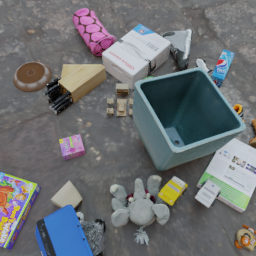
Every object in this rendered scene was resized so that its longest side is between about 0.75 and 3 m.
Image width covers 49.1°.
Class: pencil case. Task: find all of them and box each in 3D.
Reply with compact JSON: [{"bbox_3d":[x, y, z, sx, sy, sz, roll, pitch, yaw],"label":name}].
[{"bbox_3d":[-1.615,-4.558,13.141,1.221,1.183,2.607,-40,64,14],"label":"pencil case"}]

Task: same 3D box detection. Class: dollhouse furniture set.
[{"bbox_3d":[-0.243,-1.086,11.502,1.157,0.820,1.259,1,81,1],"label":"dollhouse furniture set"}]

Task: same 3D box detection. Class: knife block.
[{"bbox_3d":[-2.169,-1.604,11.623,2.436,0.779,2.139,0,61,-1],"label":"knife block"}]

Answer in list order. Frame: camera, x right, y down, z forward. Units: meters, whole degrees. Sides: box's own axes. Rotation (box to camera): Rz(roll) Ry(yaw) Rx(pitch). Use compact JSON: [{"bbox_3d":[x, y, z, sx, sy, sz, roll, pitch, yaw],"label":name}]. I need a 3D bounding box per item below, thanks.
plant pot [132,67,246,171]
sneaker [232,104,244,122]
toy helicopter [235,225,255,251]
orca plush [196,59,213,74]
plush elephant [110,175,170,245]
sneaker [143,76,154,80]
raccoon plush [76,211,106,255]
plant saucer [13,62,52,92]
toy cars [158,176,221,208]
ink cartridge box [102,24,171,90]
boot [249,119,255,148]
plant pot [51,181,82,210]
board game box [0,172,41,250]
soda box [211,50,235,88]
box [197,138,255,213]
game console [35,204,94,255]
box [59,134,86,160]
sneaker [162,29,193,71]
[{"bbox_3d":[1.633,0.020,9.472,2.627,2.683,2.634,-16,61,-21],"label":"plant pot"},{"bbox_3d":[3.534,-0.332,10.719,2.095,0.809,0.820,-20,37,-19],"label":"sneaker"},{"bbox_3d":[4.015,3.562,8.927,1.146,0.452,0.758,22,53,0],"label":"toy helicopter"},{"bbox_3d":[3.446,-2.750,12.529,0.342,0.506,0.961,4,28,-41],"label":"orca plush"},{"bbox_3d":[0.378,2.392,8.759,1.842,1.731,2.236,-6,60,-3],"label":"plush elephant"},{"bbox_3d":[1.178,-1.785,11.881,1.305,0.509,0.556,18,62,10],"label":"sneaker"},{"bbox_3d":[-1.473,3.478,8.292,1.455,1.051,2.171,-1,33,4],"label":"raccoon plush"},{"bbox_3d":[-4.238,-2.345,12.325,1.710,0.313,1.710,0,59,-1],"label":"plant saucer"},{"bbox_3d":[2.009,1.846,8.573,2.471,0.547,1.108,9,31,-23],"label":"toy cars"},{"bbox_3d":[0.364,-3.160,12.343,1.828,1.065,2.528,38,67,20],"label":"ink cartridge box"},{"bbox_3d":[5.053,0.111,10.772,1.396,0.535,1.083,-16,61,-8],"label":"boot"},{"bbox_3d":[-1.980,2.380,9.353,0.736,0.830,0.831,41,67,8],"label":"plant pot"},{"bbox_3d":[-4.071,2.699,9.310,1.434,0.477,2.133,15,61,9],"label":"board game box"},{"bbox_3d":[4.132,-2.629,12.321,0.550,0.581,1.713,23,63,13],"label":"soda box"},{"bbox_3d":[3.757,1.545,10.021,1.715,0.432,2.376,30,63,16],"label":"box"},{"bbox_3d":[-1.968,3.527,8.405,1.082,1.561,1.829,-13,59,-30],"label":"game console"},{"bbox_3d":[-2.082,0.712,10.504,0.818,0.395,0.719,-16,61,-8],"label":"box"},{"bbox_3d":[2.045,-3.530,12.721,1.542,1.002,2.670,8,50,10],"label":"sneaker"}]
